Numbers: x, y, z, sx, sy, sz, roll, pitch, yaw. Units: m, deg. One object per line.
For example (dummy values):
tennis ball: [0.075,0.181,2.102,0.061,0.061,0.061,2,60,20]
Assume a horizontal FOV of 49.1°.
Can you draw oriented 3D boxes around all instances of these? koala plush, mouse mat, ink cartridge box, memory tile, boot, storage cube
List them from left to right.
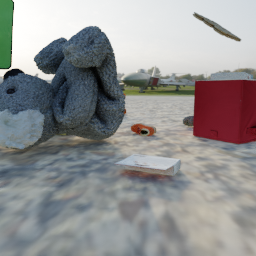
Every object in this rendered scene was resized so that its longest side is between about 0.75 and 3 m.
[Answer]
mouse mat: [-4.828,-3.179,9.156,2.035,2.529,0.095,2,-8,-14]
koala plush: [-1.790,-0.470,6.228,2.902,2.667,2.574,-30,22,-29]
boot: [0.355,0.050,7.942,0.806,0.302,0.432,7,16,34]
ink cartridge box: [0.320,0.606,4.419,0.846,0.189,0.745,4,9,27]
memory tile: [1.817,-2.039,5.696,1.106,0.093,0.847,-8,48,-49]
storage cube: [2.752,-0.505,7.436,1.455,1.530,1.702,-6,11,-34]

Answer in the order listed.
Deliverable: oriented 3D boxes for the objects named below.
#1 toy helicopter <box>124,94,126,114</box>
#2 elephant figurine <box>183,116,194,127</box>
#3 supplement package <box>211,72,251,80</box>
toy helicopter: [-1.261,-1.053,13.375,1.638,0.977,2.476,5,15,31]
elephant figurine: [3.322,-0.705,9.493,2.340,1.655,1.815,-13,-31,42]
supplement package: [4.695,-1.511,12.818,1.488,1.935,2.024,5,9,28]
